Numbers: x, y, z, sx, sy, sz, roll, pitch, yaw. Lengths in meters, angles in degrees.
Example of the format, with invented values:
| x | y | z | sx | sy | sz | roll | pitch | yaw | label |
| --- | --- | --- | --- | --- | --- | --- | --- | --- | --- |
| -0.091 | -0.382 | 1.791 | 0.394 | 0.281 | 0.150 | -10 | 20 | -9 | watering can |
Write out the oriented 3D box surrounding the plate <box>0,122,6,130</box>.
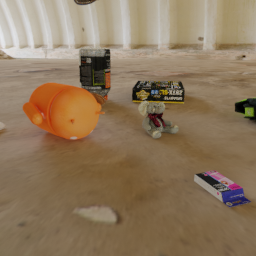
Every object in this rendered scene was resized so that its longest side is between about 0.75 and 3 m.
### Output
| x | y | z | sx | sy | sz | roll | pitch | yaw | label |
| --- | --- | --- | --- | --- | --- | --- | --- | --- | --- |
| -4.341 | 0.051 | 6.816 | 1.912 | 0.309 | 1.908 | 3 | 16 | 9 | plate |

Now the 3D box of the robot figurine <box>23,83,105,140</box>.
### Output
| x | y | z | sx | sy | sz | roll | pitch | yaw | label |
| --- | --- | --- | --- | --- | --- | --- | --- | --- | --- |
| -1.581 | -0.421 | 6.781 | 2.177 | 1.270 | 1.566 | 16 | -15 | 44 | robot figurine |

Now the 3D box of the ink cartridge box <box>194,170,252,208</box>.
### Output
| x | y | z | sx | sy | sz | roll | pitch | yaw | label |
| --- | --- | --- | --- | --- | --- | --- | --- | --- | --- |
| 1.412 | 0.899 | 4.246 | 0.402 | 0.157 | 0.849 | -6 | 20 | -21 | ink cartridge box |

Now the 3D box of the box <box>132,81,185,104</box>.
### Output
| x | y | z | sx | sy | sz | roll | pitch | yaw | label |
| --- | --- | --- | --- | --- | --- | --- | --- | --- | --- |
| 1.282 | -1.560 | 11.745 | 2.008 | 0.620 | 2.514 | 3 | 17 | 6 | box |

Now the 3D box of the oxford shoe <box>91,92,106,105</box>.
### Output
| x | y | z | sx | sy | sz | roll | pitch | yaw | label |
| --- | --- | --- | --- | --- | --- | --- | --- | --- | --- |
| -1.501 | -0.963 | 10.155 | 1.498 | 0.534 | 0.534 | 5 | 42 | 26 | oxford shoe |

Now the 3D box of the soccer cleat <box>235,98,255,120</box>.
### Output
| x | y | z | sx | sy | sz | roll | pitch | yaw | label |
| --- | --- | --- | --- | --- | --- | --- | --- | --- | --- |
| 3.799 | -0.407 | 7.556 | 1.025 | 0.854 | 2.529 | -4 | 10 | -6 | soccer cleat |

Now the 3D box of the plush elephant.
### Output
| x | y | z | sx | sy | sz | roll | pitch | yaw | label |
| --- | --- | --- | --- | --- | --- | --- | --- | --- | --- |
| 0.704 | -0.291 | 7.066 | 0.862 | 0.811 | 1.047 | -10 | 19 | -32 | plush elephant |

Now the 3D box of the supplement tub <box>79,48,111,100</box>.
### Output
| x | y | z | sx | sy | sz | roll | pitch | yaw | label |
| --- | --- | --- | --- | --- | --- | --- | --- | --- | --- |
| -1.304 | -2.134 | 11.117 | 1.247 | 2.035 | 1.247 | 1 | 16 | 0 | supplement tub |

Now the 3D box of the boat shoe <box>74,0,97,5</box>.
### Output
| x | y | z | sx | sy | sz | roll | pitch | yaw | label |
| --- | --- | --- | --- | --- | --- | --- | --- | --- | --- |
| -1.104 | -4.793 | 9.789 | 1.741 | 0.629 | 0.630 | -21 | 26 | 2 | boat shoe |
